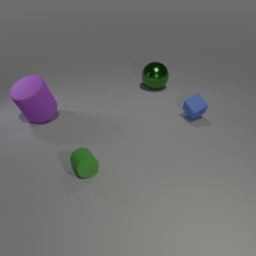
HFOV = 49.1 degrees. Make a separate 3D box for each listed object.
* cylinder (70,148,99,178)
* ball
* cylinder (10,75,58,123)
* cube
[{"bbox_3d":[-1.346,1.064,8.634,0.700,0.700,0.700,-15,31,-24],"label":"cylinder"},{"bbox_3d":[1.401,-2.700,14.443,1.400,1.400,1.400,0,30,0],"label":"ball"},{"bbox_3d":[-3.765,-1.147,11.307,1.400,1.400,1.400,-8,51,10],"label":"cylinder"},{"bbox_3d":[2.776,-0.876,11.602,0.700,0.700,0.700,-30,69,-8],"label":"cube"}]
